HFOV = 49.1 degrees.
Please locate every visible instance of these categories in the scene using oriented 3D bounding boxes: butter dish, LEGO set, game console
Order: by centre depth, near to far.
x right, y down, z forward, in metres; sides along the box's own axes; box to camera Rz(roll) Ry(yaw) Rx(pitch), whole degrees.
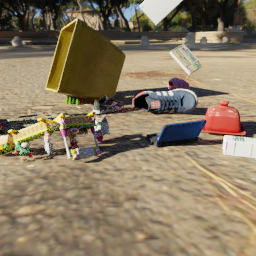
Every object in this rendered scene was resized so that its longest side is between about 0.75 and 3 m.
[{"bbox_3d":[-1.728,0.394,6.714,2.888,1.075,1.328,-12,-12,-20],"label":"LEGO set"},{"bbox_3d":[1.264,0.036,7.530,1.282,0.758,1.094,-6,21,-20],"label":"game console"},{"bbox_3d":[2.843,-0.362,8.391,1.277,0.944,1.273,4,19,14],"label":"butter dish"}]

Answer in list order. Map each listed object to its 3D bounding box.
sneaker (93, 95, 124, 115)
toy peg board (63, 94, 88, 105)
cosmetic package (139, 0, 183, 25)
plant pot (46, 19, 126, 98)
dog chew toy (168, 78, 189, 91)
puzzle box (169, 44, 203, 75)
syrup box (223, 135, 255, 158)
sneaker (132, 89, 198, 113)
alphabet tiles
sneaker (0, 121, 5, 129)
[{"bbox_3d":[-0.695,-0.927,10.482,1.441,0.652,0.479,-16,25,-39],"label":"sneaker"},{"bbox_3d":[-2.232,-1.187,11.846,0.761,0.372,0.757,8,5,19],"label":"toy peg board"},{"bbox_3d":[1.022,-3.333,6.933,1.082,0.668,1.086,-28,23,53],"label":"cosmetic package"},{"bbox_3d":[-1.751,-2.623,12.018,2.480,2.812,2.812,14,3,-27],"label":"plant pot"},{"bbox_3d":[2.573,-2.122,13.950,1.188,0.740,0.740,-2,17,-32],"label":"dog chew toy"},{"bbox_3d":[1.701,-2.013,8.183,0.597,0.114,0.897,-34,78,-26],"label":"puzzle box"},{"bbox_3d":[2.847,0.459,6.850,0.979,0.399,0.386,6,19,15],"label":"syrup box"},{"bbox_3d":[1.255,-0.898,10.118,2.442,0.915,1.032,1,15,35],"label":"sneaker"},{"bbox_3d":[-3.018,-0.207,9.283,2.267,0.072,1.887,-13,23,-33],"label":"alphabet tiles"},{"bbox_3d":[-4.126,-0.136,8.514,0.427,0.461,1.142,-46,31,-14],"label":"sneaker"}]
